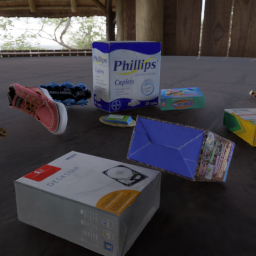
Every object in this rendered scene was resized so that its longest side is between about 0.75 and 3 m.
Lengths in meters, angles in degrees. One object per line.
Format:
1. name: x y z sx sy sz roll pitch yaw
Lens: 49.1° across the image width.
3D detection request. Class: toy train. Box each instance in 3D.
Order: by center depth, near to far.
1. toy train: -2.861 -1.440 12.456 2.460 1.066 1.405 -4 -3 -38

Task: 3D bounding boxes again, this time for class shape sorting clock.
1. shape sorting clock: -0.370 -0.254 10.353 1.359 0.267 1.359 3 14 -1

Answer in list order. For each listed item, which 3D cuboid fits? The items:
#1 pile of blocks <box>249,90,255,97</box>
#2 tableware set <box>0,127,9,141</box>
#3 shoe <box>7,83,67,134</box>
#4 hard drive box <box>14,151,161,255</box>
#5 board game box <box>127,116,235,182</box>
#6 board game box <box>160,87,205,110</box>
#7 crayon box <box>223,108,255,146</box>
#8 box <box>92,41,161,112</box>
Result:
1. pile of blocks: 7.049 -1.750 14.961 1.166 0.479 0.362 8 61 51
2. tableware set: -4.057 -0.013 8.499 0.910 0.182 0.601 34 16 -38
3. shoe: -3.170 -0.690 9.492 1.331 1.045 2.926 7 23 -38
4. hard drive box: -0.663 1.216 5.028 2.072 0.796 1.615 9 19 26
5. board game box: 1.185 0.477 5.966 1.521 0.924 1.908 14 -1 36
6. board game box: 2.477 -1.406 13.115 1.896 0.561 2.493 -2 16 9
7. crayon box: 4.371 -0.033 9.072 1.587 0.651 2.524 -2 18 -6
8. box: -0.059 -2.396 12.617 2.679 2.913 1.528 -11 21 -30
